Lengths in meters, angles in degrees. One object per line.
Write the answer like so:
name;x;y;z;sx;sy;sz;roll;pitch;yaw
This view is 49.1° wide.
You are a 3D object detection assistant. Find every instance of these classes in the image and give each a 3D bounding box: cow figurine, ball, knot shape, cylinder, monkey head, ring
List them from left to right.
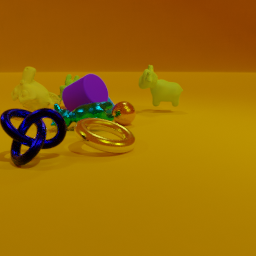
monkey head;-3.199;-1.285;9.582;1.966;1.414;1.185;15;0;33
knot shape;-1.724;0.060;5.269;1.132;1.209;0.559;-15;-21;-11
cow figurine;-2.412;-1.598;11.804;0.718;1.287;1.308;11;-11;11
cow figurine;-1.311;-0.345;7.770;1.495;0.821;1.471;-9;-2;40
cylinder;-1.418;-1.084;9.326;1.111;1.111;1.111;-20;-1;36
ring;-0.488;0.142;6.126;1.385;0.277;1.385;16;19;-6
ball;-0.131;-0.447;8.555;0.738;0.738;0.738;0;12;0
cow figurine;1.253;-1.584;10.630;1.689;1.662;0.927;3;50;7

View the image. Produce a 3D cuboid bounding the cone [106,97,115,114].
cone;-0.748;-0.762;10.346;1.115;1.111;1.111;22;-1;-32
